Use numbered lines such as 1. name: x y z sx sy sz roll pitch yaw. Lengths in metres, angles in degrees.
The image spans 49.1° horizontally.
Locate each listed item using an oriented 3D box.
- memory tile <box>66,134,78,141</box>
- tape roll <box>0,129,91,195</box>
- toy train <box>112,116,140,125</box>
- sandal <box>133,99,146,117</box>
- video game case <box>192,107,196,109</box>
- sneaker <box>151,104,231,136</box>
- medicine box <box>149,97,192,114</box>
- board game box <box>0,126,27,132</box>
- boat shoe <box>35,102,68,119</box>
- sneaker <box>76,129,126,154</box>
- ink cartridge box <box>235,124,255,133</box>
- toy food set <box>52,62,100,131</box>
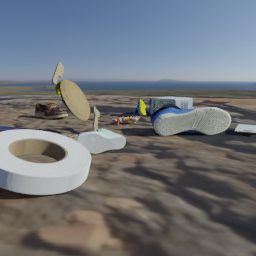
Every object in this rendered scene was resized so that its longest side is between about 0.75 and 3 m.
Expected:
1. memory tile: -2.003 0.405 8.544 1.264 0.138 1.649 -4 11 -20
2. tape roll: -1.721 0.565 5.357 2.038 0.372 2.038 13 17 -4
3. toy train: -0.062 -0.297 12.230 1.158 0.322 0.870 -1 10 15
4. sandal: 0.586 -1.020 14.736 0.612 0.559 1.406 -31 22 23
5. video game case: 4.334 -1.089 17.164 2.116 0.188 1.514 6 11 31
6. sneaker: 2.196 -0.365 10.283 2.761 1.060 1.536 -7 19 -5
7. medicine box: 2.411 -1.244 15.770 1.669 0.943 1.832 -10 13 -44
8. board game box: -4.625 0.083 10.418 1.535 0.149 0.790 4 11 20
9. boat shoe: -3.962 -0.922 14.244 2.302 0.828 0.830 8 13 40
10. sneaker: -0.920 0.318 7.737 1.532 0.564 0.904 4 10 -42
11. ink cartridge box: 4.360 0.110 10.113 0.847 0.250 1.058 6 17 28
12. toy food set: -1.903 -0.941 9.750 0.491 2.446 1.689 -28 31 16
